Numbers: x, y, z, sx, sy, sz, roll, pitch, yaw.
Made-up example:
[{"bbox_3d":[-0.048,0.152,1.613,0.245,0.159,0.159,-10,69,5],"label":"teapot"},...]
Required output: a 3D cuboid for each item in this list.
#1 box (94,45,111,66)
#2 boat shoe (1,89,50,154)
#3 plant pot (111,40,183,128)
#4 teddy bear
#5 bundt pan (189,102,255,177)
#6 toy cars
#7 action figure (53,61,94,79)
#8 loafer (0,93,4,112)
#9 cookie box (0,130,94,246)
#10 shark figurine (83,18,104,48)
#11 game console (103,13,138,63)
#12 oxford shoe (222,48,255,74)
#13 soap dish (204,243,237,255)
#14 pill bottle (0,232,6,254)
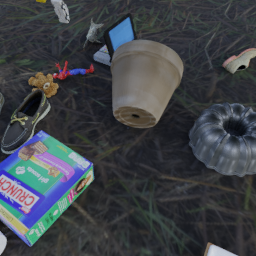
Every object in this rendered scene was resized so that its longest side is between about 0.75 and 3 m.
[{"bbox_3d":[-0.745,-3.749,14.037,1.259,0.332,1.614,24,52,20],"label":"box"},{"bbox_3d":[-3.941,-0.327,10.596,1.020,0.861,2.861,12,49,11],"label":"boat shoe"},{"bbox_3d":[0.536,-1.434,10.652,2.842,2.842,2.466,9,65,8],"label":"plant pot"},{"bbox_3d":[-3.757,-1.973,12.319,1.131,0.521,1.560,-23,52,-17],"label":"teddy bear"},{"bbox_3d":[3.721,0.179,9.991,2.977,1.117,2.977,0,47,0],"label":"bundt pan"},{"bbox_3d":[-2.867,-4.786,10.364,0.901,2.010,0.445,-12,46,53],"label":"toy cars"},{"bbox_3d":[-2.596,-2.775,12.815,1.856,0.606,0.919,-19,92,-15],"label":"action figure"},{"bbox_3d":[-5.458,-1.056,11.475,0.575,0.532,1.529,-10,49,-9],"label":"loafer"},{"bbox_3d":[-2.812,1.707,8.641,2.358,1.036,2.757,29,55,22],"label":"cookie box"},{"bbox_3d":[-1.749,-4.899,14.943,0.936,1.340,2.243,20,28,-15],"label":"shark figurine"},{"bbox_3d":[0.160,-3.948,13.205,2.060,1.363,2.342,35,55,7],"label":"game console"},{"bbox_3d":[5.472,-3.143,13.349,2.085,0.738,0.769,-28,71,-17],"label":"oxford shoe"},{"bbox_3d":[2.352,3.835,7.048,1.141,0.589,1.450,20,51,17],"label":"soap dish"},{"bbox_3d":[-4.497,2.648,7.549,2.419,1.446,1.446,31,55,24],"label":"pill bottle"}]
